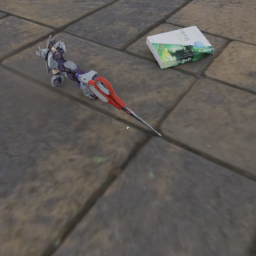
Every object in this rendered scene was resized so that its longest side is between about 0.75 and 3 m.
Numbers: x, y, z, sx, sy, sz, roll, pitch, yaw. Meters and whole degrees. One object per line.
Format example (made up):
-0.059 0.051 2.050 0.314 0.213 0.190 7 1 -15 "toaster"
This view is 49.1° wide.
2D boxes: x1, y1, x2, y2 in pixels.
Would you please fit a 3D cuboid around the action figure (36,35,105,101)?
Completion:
-1.842 -1.800 8.533 2.438 1.586 0.846 32 60 10 "action figure"

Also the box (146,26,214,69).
1.897 -3.015 10.339 2.062 0.375 1.488 -17 57 -10 "box"

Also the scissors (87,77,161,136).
-0.116 -0.520 7.626 2.382 0.872 0.166 42 62 -14 "scissors"
